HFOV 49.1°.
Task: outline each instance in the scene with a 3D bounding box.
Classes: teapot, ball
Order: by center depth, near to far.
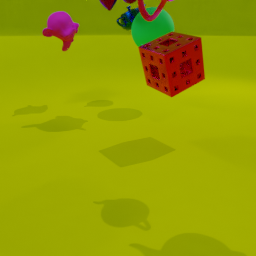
[{"bbox_3d":[0.451,-1.606,2.608,0.654,1.335,0.830,42,43,6],"label":"teapot"},{"bbox_3d":[0.770,-3.053,8.753,1.336,1.336,1.336,0,20,0],"label":"ball"},{"bbox_3d":[0.183,-3.969,9.974,1.542,0.755,0.959,-36,26,-30],"label":"teapot"}]

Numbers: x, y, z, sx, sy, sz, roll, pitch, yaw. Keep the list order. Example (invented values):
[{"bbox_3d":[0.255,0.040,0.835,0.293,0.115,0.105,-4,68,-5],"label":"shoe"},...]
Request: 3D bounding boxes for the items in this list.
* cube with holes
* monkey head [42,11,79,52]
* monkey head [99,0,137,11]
[{"bbox_3d":[0.972,-1.435,6.200,0.963,0.963,0.963,-29,36,-18],"label":"cube with holes"},{"bbox_3d":[-2.232,-3.215,9.300,0.977,1.166,1.621,26,43,-8],"label":"monkey head"},{"bbox_3d":[-0.429,-4.023,7.853,1.932,1.390,1.164,47,26,4],"label":"monkey head"}]
